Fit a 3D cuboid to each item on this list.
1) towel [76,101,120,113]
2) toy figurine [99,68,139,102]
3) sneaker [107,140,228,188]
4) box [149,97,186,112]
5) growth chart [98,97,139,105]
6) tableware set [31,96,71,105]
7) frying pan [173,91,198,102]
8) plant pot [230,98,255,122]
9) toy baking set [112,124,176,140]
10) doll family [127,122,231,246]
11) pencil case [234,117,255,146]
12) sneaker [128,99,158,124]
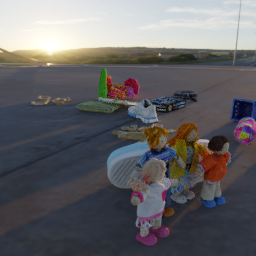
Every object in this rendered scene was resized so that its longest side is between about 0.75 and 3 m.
[{"bbox_3d":[-1.482,-1.079,14.205,1.967,0.359,1.459,5,15,17],"label":"towel"},{"bbox_3d":[-0.419,-2.389,16.971,2.359,1.924,2.563,5,36,-16],"label":"toy figurine"},{"bbox_3d":[0.930,0.667,6.957,2.990,1.105,1.225,-3,21,-10],"label":"sneaker"},{"bbox_3d":[1.926,-1.257,14.690,1.476,0.427,1.857,14,21,39],"label":"box"},{"bbox_3d":[-0.440,-1.365,14.693,1.852,0.227,2.560,10,6,22],"label":"growth chart"},{"bbox_3d":[-4.427,-1.606,16.189,2.240,0.260,1.871,-2,16,-5],"label":"tableware set"},{"bbox_3d":[3.561,-2.034,17.525,1.607,0.432,2.657,4,14,14],"label":"frying pan"},{"bbox_3d":[5.130,-0.751,12.129,0.882,0.981,0.981,-6,16,-43],"label":"plant pot"},{"bbox_3d":[0.614,0.081,10.425,2.292,0.267,1.759,3,17,10],"label":"toy baking set"},{"bbox_3d":[0.815,0.783,5.394,2.821,1.751,1.271,-14,21,-39],"label":"doll family"},{"bbox_3d":[4.119,0.073,9.724,0.710,0.710,1.605,7,17,23],"label":"pencil case"},{"bbox_3d":[0.679,-0.876,12.567,0.802,0.927,2.139,-10,18,-28],"label":"sneaker"}]
